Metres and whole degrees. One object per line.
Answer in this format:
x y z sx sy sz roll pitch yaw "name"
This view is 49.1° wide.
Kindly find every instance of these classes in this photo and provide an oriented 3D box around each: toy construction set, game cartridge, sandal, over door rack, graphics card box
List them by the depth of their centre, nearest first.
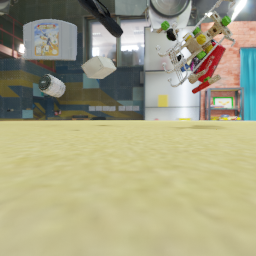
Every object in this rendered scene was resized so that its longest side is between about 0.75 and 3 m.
1.743 -2.207 7.277 2.140 0.713 1.581 -38 -30 2 "over door rack"
2.330 -2.393 8.410 1.875 2.248 1.728 -7 -15 -42 "toy construction set"
-0.840 -3.762 9.059 0.414 1.935 0.736 -43 8 38 "sandal"
-2.578 -2.859 9.135 1.906 1.269 0.396 5 13 17 "game cartridge"
2.859 -2.586 10.347 0.552 1.361 2.169 21 27 -3 "graphics card box"

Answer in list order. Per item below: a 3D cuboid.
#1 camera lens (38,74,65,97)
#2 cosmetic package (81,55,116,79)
-3.247 -1.787 11.906 0.773 0.773 0.966 1 -12 28 "camera lens"
-1.160 -2.468 11.475 0.822 0.580 1.588 -31 -1 16 "cosmetic package"
